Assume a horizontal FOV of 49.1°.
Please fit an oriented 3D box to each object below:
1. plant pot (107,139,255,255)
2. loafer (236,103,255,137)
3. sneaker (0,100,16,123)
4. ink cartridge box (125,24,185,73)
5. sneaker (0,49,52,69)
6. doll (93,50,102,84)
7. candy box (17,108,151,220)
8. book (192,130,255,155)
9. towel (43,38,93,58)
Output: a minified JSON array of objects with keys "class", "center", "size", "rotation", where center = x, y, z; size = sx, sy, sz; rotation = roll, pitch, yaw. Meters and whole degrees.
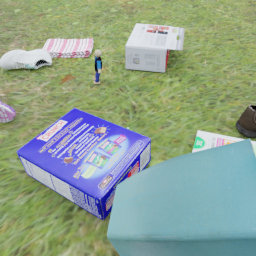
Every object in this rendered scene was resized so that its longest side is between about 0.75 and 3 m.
[{"class":"plant pot","center":[1.136,1.707,5.272],"size":[2.714,1.917,1.918],"rotation":[-11,37,19]},{"class":"loafer","center":[4.818,-0.349,8.571],"size":[2.862,1.021,1.045],"rotation":[-7,40,-9]},{"class":"sneaker","center":[-4.444,-0.733,9.344],"size":[1.789,0.720,0.791],"rotation":[13,34,17]},{"class":"ink cartridge box","center":[1.251,-3.569,12.391],"size":[2.316,1.106,2.638],"rotation":[8,40,9]},{"class":"sneaker","center":[-4.262,-2.782,11.809],"size":[2.102,0.791,0.930],"rotation":[-18,55,-22]},{"class":"doll","center":[-1.137,-2.327,10.620],"size":[0.328,1.352,0.923],"rotation":[0,43,-11]},{"class":"candy box","center":[-1.064,0.748,7.261],"size":[2.613,1.006,2.209],"rotation":[24,47,24]},{"class":"book","center":[2.812,0.717,7.816],"size":[1.933,0.464,1.291],"rotation":[11,38,16]},{"class":"towel","center":[-2.889,-3.892,13.390],"size":[2.374,0.355,1.737],"rotation":[0,39,0]}]
